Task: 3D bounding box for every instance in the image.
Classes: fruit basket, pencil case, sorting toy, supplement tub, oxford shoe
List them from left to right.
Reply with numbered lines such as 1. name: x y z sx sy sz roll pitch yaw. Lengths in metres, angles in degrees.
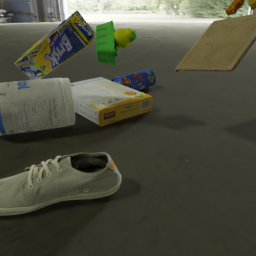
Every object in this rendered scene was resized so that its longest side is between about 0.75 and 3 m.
1. supplement tub: -2.656 -0.614 7.752 2.160 1.425 1.425 -9 27 -18
2. oxford shoe: -1.477 0.936 5.188 2.739 0.791 1.030 -8 29 -11
3. fruit basket: -0.302 -2.218 7.202 1.101 0.794 1.101 0 69 -1
4. pencil case: 0.228 -1.813 11.128 1.871 0.812 0.730 -20 72 -35
5. sorting toy: 2.456 -2.241 6.621 2.603 0.348 1.939 -51 28 -14

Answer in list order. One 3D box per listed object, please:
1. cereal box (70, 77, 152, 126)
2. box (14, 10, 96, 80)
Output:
1. cereal box: -0.930 -1.022 9.569 2.132 0.586 2.964 -19 31 -35
2. box: -2.018 -2.170 7.685 2.301 0.806 0.740 -24 33 31
